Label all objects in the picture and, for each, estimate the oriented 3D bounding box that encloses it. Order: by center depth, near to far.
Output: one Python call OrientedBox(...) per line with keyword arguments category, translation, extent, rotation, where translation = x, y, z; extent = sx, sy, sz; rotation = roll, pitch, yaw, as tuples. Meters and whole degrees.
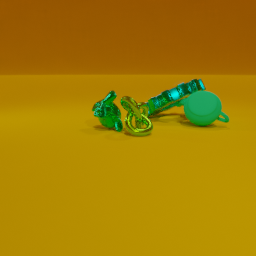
OrientedBox(category="knot shape", translation=(0.263, -0.307, 7.133), extent=(0.520, 1.124, 1.052), rotation=(-28, -9, 22))
OrientedBox(category="monkey head", translation=(-0.453, -0.486, 7.501), extent=(0.782, 0.933, 1.297), rotation=(31, 18, -34))
OrientedBox(category="teapot", translation=(2.084, -0.522, 8.031), extent=(1.681, 1.045, 0.823), rotation=(23, -19, 25))
OrientedBox(category="gear", translation=(1.470, -0.955, 9.098), extent=(2.062, 0.381, 2.062), rotation=(-23, -5, -2))
